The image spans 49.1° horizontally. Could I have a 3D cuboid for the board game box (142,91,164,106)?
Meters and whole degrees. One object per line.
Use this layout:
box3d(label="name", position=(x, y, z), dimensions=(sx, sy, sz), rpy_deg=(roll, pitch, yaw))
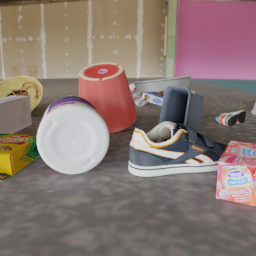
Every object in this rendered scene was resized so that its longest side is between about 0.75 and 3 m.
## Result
box3d(label="board game box", position=(2.344, -1.646, 16.131), dimensions=(2.375, 0.489, 2.369), rpy_deg=(21, 20, 22))

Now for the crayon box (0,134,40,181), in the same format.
box3d(label="crayon box", position=(-3.200, 0.665, 7.150), dimensions=(1.388, 0.556, 2.187), rpy_deg=(2, 14, 7))

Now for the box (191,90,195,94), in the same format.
box3d(label="box", position=(2.046, -0.845, 11.516), dimensions=(0.984, 1.505, 1.497), rpy_deg=(-1, 13, -2))

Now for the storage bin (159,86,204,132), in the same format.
box3d(label="storage bin", position=(1.921, -0.517, 10.008), dimensions=(1.202, 1.789, 1.302), rpy_deg=(4, 7, -42))

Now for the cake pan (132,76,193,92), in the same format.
box3d(label="cake pan", position=(1.339, -1.710, 10.909), dimensions=(2.346, 0.430, 2.346), rpy_deg=(-6, 9, 1))

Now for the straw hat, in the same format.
box3d(label="straw hat", position=(-5.460, -1.274, 14.020), dimensions=(2.698, 2.698, 1.142), rpy_deg=(-1, -28, -3))

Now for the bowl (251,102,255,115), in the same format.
box3d(label="bowl", position=(7.542, -1.224, 14.195), dimensions=(2.370, 1.065, 2.370), rpy_deg=(-1, 13, 0))

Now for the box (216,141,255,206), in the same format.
box3d(label="box", position=(2.398, 0.862, 5.778), dimensions=(0.843, 0.778, 1.643), rpy_deg=(7, 15, 27))

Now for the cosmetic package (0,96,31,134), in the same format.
box3d(label="cosmetic package", position=(-4.582, -0.466, 10.484), dimensions=(0.928, 1.274, 2.506), rpy_deg=(2, 12, 7))

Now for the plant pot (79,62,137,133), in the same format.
box3d(label="plant pot", position=(-0.866, -1.245, 10.636), dimensions=(2.313, 2.047, 2.313), rpy_deg=(-4, 33, 2))

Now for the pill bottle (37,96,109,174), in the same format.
box3d(label="pill bottle", position=(-1.514, -0.012, 7.641), dimensions=(1.645, 1.645, 2.953), rpy_deg=(-3, 13, -12))

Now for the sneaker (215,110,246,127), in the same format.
box3d(label="sneaker", position=(4.389, -0.479, 11.960), dimensions=(1.681, 0.592, 0.786), rpy_deg=(-16, 26, -41))

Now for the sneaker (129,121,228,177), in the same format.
box3d(label="sneaker", position=(1.431, 0.441, 6.882), dimensions=(2.899, 1.151, 1.137), rpy_deg=(-4, 12, -21))

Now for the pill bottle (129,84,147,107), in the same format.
box3d(label="pill bottle", position=(0.538, -1.995, 16.831), dimensions=(0.773, 0.773, 1.357), rpy_deg=(-10, 53, -36))
